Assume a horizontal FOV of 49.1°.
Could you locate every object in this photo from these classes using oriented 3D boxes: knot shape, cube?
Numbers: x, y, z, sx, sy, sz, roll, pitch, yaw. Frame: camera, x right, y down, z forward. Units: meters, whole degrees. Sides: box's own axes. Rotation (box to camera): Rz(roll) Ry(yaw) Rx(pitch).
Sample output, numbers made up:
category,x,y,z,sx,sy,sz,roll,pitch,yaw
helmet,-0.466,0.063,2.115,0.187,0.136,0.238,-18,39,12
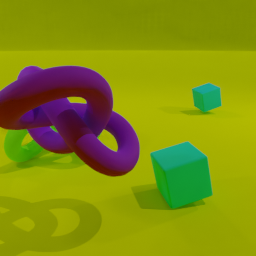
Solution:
category,x,y,z,sx,sy,sz,roll,pitch,yaw
knot shape,-1.689,0.102,5.975,2.070,0.956,1.937,-7,7,41
cube,2.805,-1.095,9.987,0.722,0.722,0.722,-20,27,-9
cube,0.847,0.736,4.534,0.710,0.710,0.710,-16,20,-8
knot shape,-0.604,-0.056,3.371,1.756,0.867,1.876,28,-12,-18
